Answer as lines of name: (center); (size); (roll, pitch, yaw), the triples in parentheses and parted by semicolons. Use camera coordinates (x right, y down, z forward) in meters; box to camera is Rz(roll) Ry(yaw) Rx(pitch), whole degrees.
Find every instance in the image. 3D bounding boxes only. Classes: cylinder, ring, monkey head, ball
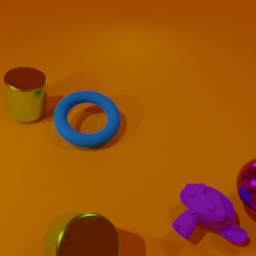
cylinder: (-3.072, -1.019, 8.472); (1.209, 1.209, 1.209); (10, 43, -9)
cylinder: (-0.911, 2.215, 5.319); (1.180, 1.180, 1.180); (8, 72, -26)
ring: (-1.176, -0.308, 8.185); (1.937, 0.387, 1.937); (5, 57, -8)
monkey head: (1.615, 1.883, 6.106); (1.298, 1.087, 1.805); (-48, 46, -8)
ball: (2.925, 1.215, 5.855); (1.245, 1.245, 1.245); (0, 47, 0)
